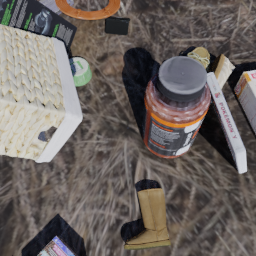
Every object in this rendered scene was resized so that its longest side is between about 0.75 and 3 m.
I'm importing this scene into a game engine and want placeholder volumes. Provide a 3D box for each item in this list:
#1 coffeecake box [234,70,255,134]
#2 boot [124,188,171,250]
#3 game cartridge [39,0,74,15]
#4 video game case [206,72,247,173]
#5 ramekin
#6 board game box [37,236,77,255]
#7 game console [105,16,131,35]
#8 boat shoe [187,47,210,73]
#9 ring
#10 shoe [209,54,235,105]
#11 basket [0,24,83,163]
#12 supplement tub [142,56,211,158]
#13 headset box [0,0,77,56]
[{"bbox_3d":[4.584,-0.548,8.125,1.943,0.925,2.532,-10,61,-6],"label":"coffeecake box"},{"bbox_3d":[0.404,2.230,6.891,1.192,0.450,1.362,0,61,-15],"label":"boot"},{"bbox_3d":[-2.979,-4.679,10.819,0.999,0.296,1.541,33,66,22],"label":"game cartridge"},{"bbox_3d":[2.514,-0.037,7.076,0.259,2.257,2.056,-21,65,16],"label":"video game case"},{"bbox_3d":[-1.663,-1.858,9.130,0.923,0.451,0.923,0,61,0],"label":"ramekin"},{"bbox_3d":[-1.664,3.235,6.224,0.959,0.583,1.203,38,68,19],"label":"board game box"},{"bbox_3d":[-0.381,-3.819,10.435,0.862,0.502,0.759,8,31,4],"label":"game console"},{"bbox_3d":[2.047,-1.796,8.914,0.889,0.767,2.437,27,64,14],"label":"boat shoe"},{"bbox_3d":[-1.537,-5.006,10.806,2.532,0.243,2.532,3,54,-4],"label":"ring"},{"bbox_3d":[2.671,-1.324,8.566,0.668,0.876,2.504,37,59,-6],"label":"shoe"},{"bbox_3d":[-1.653,-0.563,4.431,1.154,1.268,1.871,12,45,-39],"label":"basket"},{"bbox_3d":[1.137,-0.427,6.961,1.525,2.851,1.525,0,62,1],"label":"supplement tub"},{"bbox_3d":[-2.754,-2.401,6.261,2.040,2.343,1.087,21,91,35],"label":"headset box"}]
